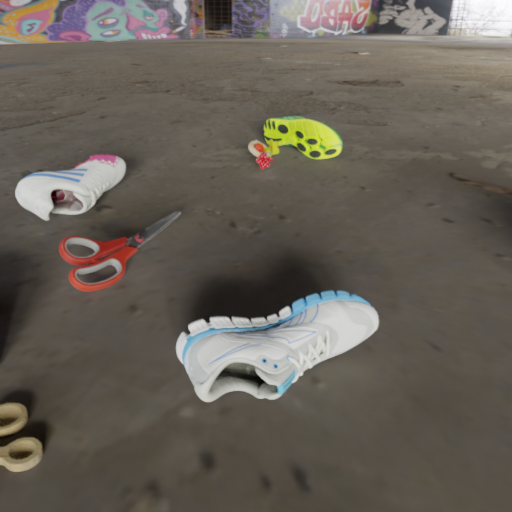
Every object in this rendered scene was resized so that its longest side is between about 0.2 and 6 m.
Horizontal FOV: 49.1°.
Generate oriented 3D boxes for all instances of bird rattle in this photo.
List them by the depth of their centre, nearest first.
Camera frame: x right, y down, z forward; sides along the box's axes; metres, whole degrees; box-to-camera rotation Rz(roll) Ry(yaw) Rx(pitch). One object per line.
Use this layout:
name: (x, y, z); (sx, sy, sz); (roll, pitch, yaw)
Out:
bird rattle: (0.115, -2.300, 12.551); (0.683, 0.472, 0.838); (34, 45, 3)

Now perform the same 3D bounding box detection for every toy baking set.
toy baking set: (-3.084, 1.842, 4.497); (2.183, 0.331, 2.844); (5, 26, 11)

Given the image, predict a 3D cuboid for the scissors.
scissors: (-1.821, -0.115, 8.411); (2.452, 0.171, 0.897); (-21, 67, -49)

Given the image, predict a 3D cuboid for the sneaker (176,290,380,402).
sneaker: (0.325, 1.041, 5.814); (2.195, 0.823, 0.951); (-14, 34, -9)

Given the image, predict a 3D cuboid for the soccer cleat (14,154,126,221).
soccer cleat: (-3.248, -1.222, 10.512); (1.071, 0.867, 2.481); (39, 37, 18)

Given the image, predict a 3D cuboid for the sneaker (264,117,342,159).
sneaker: (1.259, -3.103, 14.047); (1.062, 0.941, 2.542); (-23, 33, -32)
